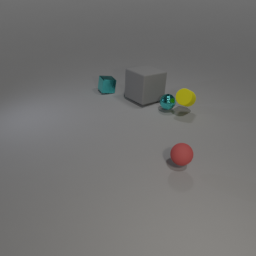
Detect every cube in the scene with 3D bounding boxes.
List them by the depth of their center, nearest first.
[{"bbox_3d":[0.812,-2.062,13.261,1.400,1.400,1.400,-16,32,-34],"label":"cube"},{"bbox_3d":[-1.074,-2.227,14.284,0.700,0.700,0.700,-3,29,-26],"label":"cube"}]

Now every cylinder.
[{"bbox_3d":[2.437,-1.272,11.787,0.700,0.700,0.700,16,6,26],"label":"cylinder"}]

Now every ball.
[{"bbox_3d":[1.652,0.806,8.599,0.700,0.700,0.700,0,30,0],"label":"ball"},{"bbox_3d":[1.749,-1.152,12.327,0.700,0.700,0.700,0,30,0],"label":"ball"}]
